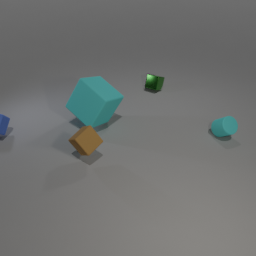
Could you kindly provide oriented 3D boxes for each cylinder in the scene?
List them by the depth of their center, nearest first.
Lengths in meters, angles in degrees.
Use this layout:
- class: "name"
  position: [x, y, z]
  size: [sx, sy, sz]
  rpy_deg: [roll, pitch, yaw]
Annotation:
- class: "cylinder"
  position: [3.645, -0.048, 10.600]
  size: [0.700, 0.700, 0.700]
  rpy_deg: [-14, -4, -23]

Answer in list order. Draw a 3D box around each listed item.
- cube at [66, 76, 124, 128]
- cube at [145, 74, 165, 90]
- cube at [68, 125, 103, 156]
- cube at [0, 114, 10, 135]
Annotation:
- class: "cube"
  position: [-1.304, -1.048, 11.060]
  size: [1.400, 1.400, 1.400]
  rpy_deg: [41, 28, 13]
- class: "cube"
  position: [1.395, -2.393, 14.643]
  size: [0.700, 0.700, 0.700]
  rpy_deg: [20, 16, 29]
- class: "cube"
  position: [-1.376, 0.414, 9.109]
  size: [0.700, 0.700, 0.700]
  rpy_deg: [-45, 18, -24]
- class: "cube"
  position: [-5.003, -0.180, 10.556]
  size: [0.700, 0.700, 0.700]
  rpy_deg: [13, -10, 1]
